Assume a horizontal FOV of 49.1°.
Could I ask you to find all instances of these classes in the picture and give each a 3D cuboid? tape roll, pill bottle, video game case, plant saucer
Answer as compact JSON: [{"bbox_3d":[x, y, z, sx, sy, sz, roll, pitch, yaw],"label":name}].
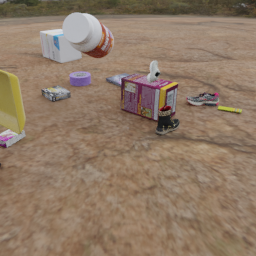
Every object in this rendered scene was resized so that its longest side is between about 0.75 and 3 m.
[{"bbox_3d":[-2.819,-2.910,16.550,1.219,0.518,1.219,1,28,0],"label":"tape roll"},{"bbox_3d":[-1.769,-4.162,12.691,1.610,1.610,2.870,7,7,13],"label":"pill bottle"},{"bbox_3d":[-0.044,-2.786,16.658,1.572,0.209,2.201,-22,36,-35],"label":"video game case"},{"bbox_3d":[-4.057,-1.045,9.049,2.049,2.049,0.496,21,36,31],"label":"plant saucer"}]

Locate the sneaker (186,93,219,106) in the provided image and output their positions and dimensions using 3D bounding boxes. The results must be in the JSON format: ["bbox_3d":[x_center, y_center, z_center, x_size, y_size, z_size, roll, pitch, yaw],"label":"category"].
[{"bbox_3d":[3.664,-1.473,13.809,1.593,0.595,0.642,0,28,2],"label":"sneaker"}]

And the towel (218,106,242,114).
[{"bbox_3d":[4.807,-0.865,13.236,1.051,0.095,0.452,12,25,23],"label":"towel"}]

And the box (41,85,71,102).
[{"bbox_3d":[-3.795,-1.832,14.751,1.053,0.321,1.330,-21,35,-33],"label":"box"}]

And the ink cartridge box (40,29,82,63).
[{"bbox_3d":[-5.132,-6.305,21.317,1.920,1.929,2.629,-25,38,-37],"label":"ink cartridge box"}]

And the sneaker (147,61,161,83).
[{"bbox_3d":[1.010,-2.043,10.109,0.442,0.364,0.960,-7,59,39],"label":"sneaker"}]

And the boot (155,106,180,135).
[{"bbox_3d":[1.654,-0.397,11.346,1.380,1.039,0.505,-22,36,-35],"label":"boot"}]

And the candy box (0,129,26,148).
[{"bbox_3d":[-4.535,0.343,10.761,0.660,0.295,0.968,13,30,23],"label":"candy box"}]

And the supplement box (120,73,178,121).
[{"bbox_3d":[0.916,-1.418,12.711,2.382,1.559,1.229,21,33,33],"label":"supplement box"}]
